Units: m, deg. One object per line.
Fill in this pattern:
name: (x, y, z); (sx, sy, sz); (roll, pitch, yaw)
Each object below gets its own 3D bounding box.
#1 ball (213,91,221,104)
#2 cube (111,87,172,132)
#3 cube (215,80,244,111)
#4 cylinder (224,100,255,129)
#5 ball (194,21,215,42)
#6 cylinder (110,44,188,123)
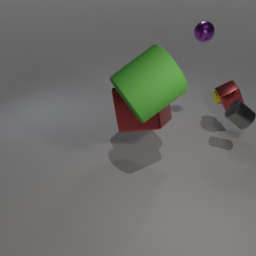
ball: (3.706, -1.279, 11.044); (0.700, 0.700, 0.700); (0, 29, 0)
cube: (0.479, -0.745, 8.913); (1.400, 1.400, 1.400); (-5, 13, 24)
cube: (3.703, -1.189, 10.249); (0.700, 0.700, 0.700); (-25, 31, 15)
cylinder: (3.662, -0.440, 9.164); (0.700, 0.700, 0.700); (35, 29, -11)
ball: (2.639, -3.336, 9.695); (0.700, 0.700, 0.700); (0, 29, 0)
cylinder: (0.501, -1.076, 6.904); (1.400, 1.400, 1.400); (-36, 34, 1)
